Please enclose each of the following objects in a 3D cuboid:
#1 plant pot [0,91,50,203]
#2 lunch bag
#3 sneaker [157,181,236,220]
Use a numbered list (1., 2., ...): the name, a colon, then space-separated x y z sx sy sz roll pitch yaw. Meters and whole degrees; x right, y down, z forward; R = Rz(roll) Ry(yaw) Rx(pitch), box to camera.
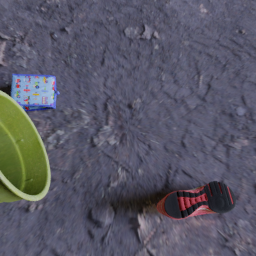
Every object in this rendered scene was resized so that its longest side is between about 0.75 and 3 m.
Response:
1. plant pot: -3.894 0.936 6.946 2.768 2.914 2.914 -24 68 4
2. lunch bag: -2.825 -1.103 8.654 1.373 0.646 1.033 -2 75 0
3. sneaker: 1.755 1.886 7.340 2.209 0.958 0.814 -1 73 -19
